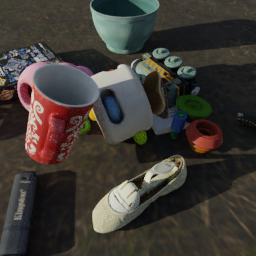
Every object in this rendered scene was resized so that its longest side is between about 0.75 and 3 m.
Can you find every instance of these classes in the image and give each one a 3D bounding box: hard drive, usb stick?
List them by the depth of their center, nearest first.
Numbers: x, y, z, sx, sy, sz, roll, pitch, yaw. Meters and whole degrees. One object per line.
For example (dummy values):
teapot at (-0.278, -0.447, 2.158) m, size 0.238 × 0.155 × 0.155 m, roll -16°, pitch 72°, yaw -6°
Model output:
usb stick at (-2.617, 2.035, 6.787) m, size 0.651 × 0.383 × 2.346 m, roll -5°, pitch 43°, yaw -4°
hard drive at (1.200, -0.641, 9.687) m, size 1.329 × 0.269 × 2.014 m, roll -13°, pitch 46°, yaw -13°

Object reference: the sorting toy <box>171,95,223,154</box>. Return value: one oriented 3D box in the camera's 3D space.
sorting toy at (1.979, -0.037, 8.666) m, size 1.360 × 0.929 × 2.264 m, roll 2°, pitch 41°, yaw -10°

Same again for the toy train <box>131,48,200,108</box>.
toy train at (1.262, -1.850, 10.033) m, size 1.551 × 1.160 × 2.722 m, roll -28°, pitch 52°, yaw -19°

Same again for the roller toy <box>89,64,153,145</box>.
roller toy at (-0.388, -0.675, 8.290) m, size 1.621 × 2.116 × 2.320 m, roll -23°, pitch 49°, yaw -6°

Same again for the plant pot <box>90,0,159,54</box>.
plant pot at (-0.141, -4.610, 12.626) m, size 2.951 × 1.977 × 2.951 m, roll 0°, pitch 43°, yaw 0°

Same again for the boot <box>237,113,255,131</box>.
boot at (3.944, -0.116, 9.066) m, size 0.798 × 0.382 × 1.057 m, roll 10°, pitch 39°, yaw 14°

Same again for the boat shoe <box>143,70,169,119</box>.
boat shoe at (0.929, -1.029, 8.651) m, size 0.654 × 0.652 × 1.812 m, roll -33°, pitch 44°, yaw 26°

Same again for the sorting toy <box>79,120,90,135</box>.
sorting toy at (-1.881, -0.044, 8.977) m, size 1.288 × 0.529 × 0.774 m, roll 4°, pitch 58°, yaw -13°

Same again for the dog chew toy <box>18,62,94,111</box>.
dog chew toy at (-2.223, -1.429, 9.504) m, size 1.760 × 1.760 × 2.826 m, roll 28°, pitch 33°, yaw 26°

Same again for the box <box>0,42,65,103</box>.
box at (-4.152, -2.330, 11.085) m, size 2.825 × 0.707 × 2.846 m, roll -25°, pitch 45°, yaw -21°

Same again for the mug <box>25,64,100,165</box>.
mug at (-1.840, -0.115, 6.660) m, size 1.475 × 2.210 × 1.962 m, roll 33°, pitch 40°, yaw 4°

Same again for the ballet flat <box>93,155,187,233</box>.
ballet flat at (0.295, 1.487, 6.989) m, size 2.883 × 0.899 × 0.972 m, roll -28°, pitch 50°, yaw -26°
